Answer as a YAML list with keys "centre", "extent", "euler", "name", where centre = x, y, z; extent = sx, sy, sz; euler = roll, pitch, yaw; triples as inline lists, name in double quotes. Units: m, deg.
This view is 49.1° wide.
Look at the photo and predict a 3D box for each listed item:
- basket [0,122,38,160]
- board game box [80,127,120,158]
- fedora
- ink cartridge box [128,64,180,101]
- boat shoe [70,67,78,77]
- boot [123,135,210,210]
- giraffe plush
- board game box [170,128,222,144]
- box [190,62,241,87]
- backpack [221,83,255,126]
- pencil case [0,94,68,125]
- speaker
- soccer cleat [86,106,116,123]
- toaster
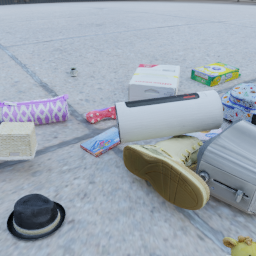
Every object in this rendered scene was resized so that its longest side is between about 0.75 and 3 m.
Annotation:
- centre: [-3.135, 0.342, 7.922]
  extent: [0.993, 0.806, 1.002]
  euler: [0, 21, -10]
  name: "basket"
- centre: [-0.760, 0.451, 9.561]
  extent: [0.810, 0.153, 1.574]
  euler: [25, 38, 36]
  name: "board game box"
- centre: [-2.167, 1.954, 6.548]
  extent: [1.353, 0.618, 1.353]
  euler: [0, 31, 0]
  name: "fedora"
- centre: [1.223, -1.883, 12.534]
  extent: [1.987, 1.142, 2.737]
  euler: [7, 31, 11]
  name: "ink cartridge box"
- centre: [-3.011, -3.195, 15.530]
  extent: [0.433, 0.377, 1.176]
  euler: [-3, 31, -4]
  name: "boat shoe"
- centre: [1.489, 0.986, 7.506]
  extent: [2.200, 1.030, 2.831]
  euler: [-11, 21, -34]
  name: "boot"
- centre: [2.186, 2.545, 4.980]
  extent: [1.263, 1.187, 1.464]
  euler: [-7, 31, -12]
  name: "giraffe plush"
- centre: [2.344, 0.086, 9.965]
  extent: [1.788, 0.368, 1.784]
  euler: [-2, 31, -4]
  name: "board game box"
- centre: [4.733, -2.914, 14.863]
  extent: [2.495, 0.603, 1.464]
  euler: [-18, 35, -31]
  name: "box"
- centre: [4.451, -0.869, 10.673]
  extent: [1.900, 1.463, 1.809]
  euler: [-28, 30, -34]
  name: "backpack"
- centre: [-3.494, -0.687, 10.574]
  extent: [2.516, 1.075, 1.056]
  euler: [-8, 40, -14]
  name: "pencil case"
- centre: [1.165, -0.330, 8.223]
  extent: [2.998, 1.218, 1.218]
  euler: [-8, 31, -3]
  name: "speaker"
- centre: [-0.860, -0.597, 11.013]
  extent: [1.652, 0.551, 0.632]
  euler: [-15, 25, -22]
  name: "soccer cleat"
- centre: [3.148, 0.930, 7.389]
  extent: [2.802, 1.592, 1.810]
  euler: [-26, 43, -38]
  name: "toaster"
